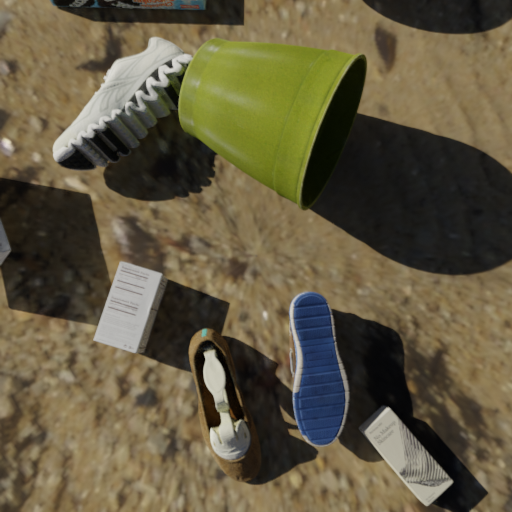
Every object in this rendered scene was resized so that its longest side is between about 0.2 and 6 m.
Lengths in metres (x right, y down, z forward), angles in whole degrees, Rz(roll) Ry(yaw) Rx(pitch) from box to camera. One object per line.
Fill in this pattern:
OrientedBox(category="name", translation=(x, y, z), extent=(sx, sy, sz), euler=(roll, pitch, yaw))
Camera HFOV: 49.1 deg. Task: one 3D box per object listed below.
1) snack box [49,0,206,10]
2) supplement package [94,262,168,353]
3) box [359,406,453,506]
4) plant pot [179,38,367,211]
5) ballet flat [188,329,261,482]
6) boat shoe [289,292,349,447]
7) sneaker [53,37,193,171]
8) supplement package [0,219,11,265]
OrientedBox(category="snack box", translation=(-2.315, -5.402, 10.232), extent=(2.840, 0.527, 1.650), euler=(2, 81, 0))
OrientedBox(category="supplement package", translation=(-2.019, 0.852, 9.146), extent=(0.722, 0.750, 1.318), euler=(17, 80, 1))
OrientedBox(category="box", translation=(2.361, 3.153, 8.912), extent=(0.607, 0.505, 1.478), euler=(-41, 83, -6))
OrientedBox(category="plant pot", translation=(0.165, -2.329, 8.934), extent=(2.393, 2.485, 2.485), euler=(24, 82, 14))
OrientedBox(category="ballet flat", translation=(-0.520, 2.373, 8.825), extent=(0.856, 0.913, 2.523), euler=(-13, 82, -4))
OrientedBox(category="boat shoe", translation=(0.969, 1.767, 8.942), extent=(0.861, 0.862, 2.383), euler=(-2, 86, -2))
OrientedBox(category="sneaker", translation=(-2.295, -2.573, 9.546), extent=(2.909, 1.093, 1.179), euler=(-40, 74, -8))
OrientedBox(category="supplement package", translation=(-4.829, -0.703, 8.900), extent=(1.095, 1.055, 1.926), euler=(-17, 85, -37))
